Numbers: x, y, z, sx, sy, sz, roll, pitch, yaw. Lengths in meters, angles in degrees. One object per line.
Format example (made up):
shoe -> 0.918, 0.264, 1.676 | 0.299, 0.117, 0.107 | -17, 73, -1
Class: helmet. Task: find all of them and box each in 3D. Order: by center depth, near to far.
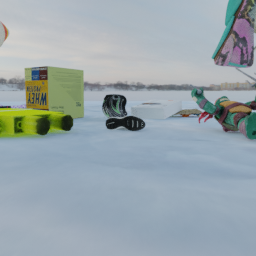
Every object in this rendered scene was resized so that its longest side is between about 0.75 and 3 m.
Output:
helmet -> -0.507, -0.775, 10.986 | 1.026, 0.978, 1.026 | 3, -7, 0

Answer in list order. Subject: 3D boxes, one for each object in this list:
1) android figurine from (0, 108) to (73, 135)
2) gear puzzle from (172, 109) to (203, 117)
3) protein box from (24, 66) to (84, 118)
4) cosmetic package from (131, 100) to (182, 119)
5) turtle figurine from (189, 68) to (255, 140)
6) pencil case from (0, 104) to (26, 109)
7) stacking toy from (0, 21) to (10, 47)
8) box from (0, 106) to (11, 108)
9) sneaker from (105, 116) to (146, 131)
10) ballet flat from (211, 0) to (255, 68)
android figurine -> -3.075, -0.186, 7.762 | 2.938, 0.603, 2.674 | 4, 8, 26
gear puzzle -> 2.369, -0.648, 13.251 | 2.151, 0.282, 1.114 | -4, 13, -2
protein box -> -3.126, -1.479, 12.107 | 1.436, 2.128, 2.112 | 4, 8, 32
cosmetic package -> 1.341, -0.879, 12.761 | 1.595, 0.546, 2.115 | 6, 17, 30
turtle figurine -> 2.946, -0.572, 7.496 | 2.170, 1.459, 2.899 | -17, 26, -6
pencil case -> -5.616, -0.887, 13.679 | 1.398, 0.598, 0.587 | -3, 0, -19
stacking toy -> -4.861, -3.571, 10.343 | 1.288, 1.288, 1.763 | 0, 21, 3
box -> -5.043, -0.546, 10.821 | 0.677, 0.588, 1.108 | -1, 7, 1
sneaker -> -0.043, -0.146, 8.191 | 1.199, 0.443, 0.475 | 3, 3, 24
ballet flat -> 2.284, -2.034, 5.437 | 0.861, 2.420, 0.837 | 22, -28, 1
